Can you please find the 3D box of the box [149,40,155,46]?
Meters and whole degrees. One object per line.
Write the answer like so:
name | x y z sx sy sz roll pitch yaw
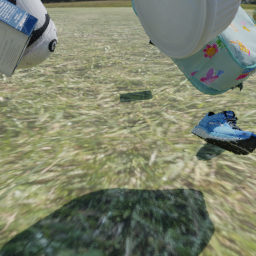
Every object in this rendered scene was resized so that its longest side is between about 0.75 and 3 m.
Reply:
box | 1.292 -3.265 10.401 0.974 0.240 1.009 22 46 -8

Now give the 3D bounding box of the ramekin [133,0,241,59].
ramekin | 0.751 -1.799 3.667 0.755 1.621 1.621 -28 36 -16

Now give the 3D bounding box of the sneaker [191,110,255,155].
sneaker | 1.427 -0.015 4.173 0.510 0.585 1.300 28 2 -20

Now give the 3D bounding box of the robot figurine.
robot figurine | -2.779 -2.629 6.409 1.693 2.714 2.039 22 66 37

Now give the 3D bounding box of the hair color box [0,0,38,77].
hair color box | -2.800 -1.898 4.733 2.187 1.094 0.662 26 43 -23

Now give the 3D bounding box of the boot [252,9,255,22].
boot | 3.938 -2.568 7.639 0.525 1.456 1.126 -26 55 32

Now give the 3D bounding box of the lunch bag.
lunch bag | 1.523 -1.930 5.404 2.173 1.044 2.710 -27 77 -44
